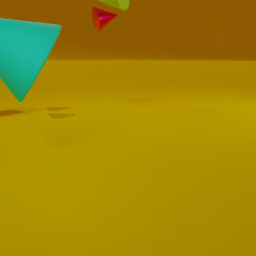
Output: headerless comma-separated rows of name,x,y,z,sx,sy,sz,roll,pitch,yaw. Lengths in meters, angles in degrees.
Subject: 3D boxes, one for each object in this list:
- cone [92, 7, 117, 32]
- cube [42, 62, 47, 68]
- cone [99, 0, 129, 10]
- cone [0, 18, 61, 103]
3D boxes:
cone,-0.825,-4.335,10.962,0.920,0.917,0.917,-19,20,-17
cube,-3.713,-2.542,10.316,0.871,0.871,0.871,31,71,29
cone,-0.597,-4.451,9.592,0.948,0.944,0.944,1,14,28
cone,-2.273,-1.522,4.879,1.612,1.606,1.606,28,4,-24
